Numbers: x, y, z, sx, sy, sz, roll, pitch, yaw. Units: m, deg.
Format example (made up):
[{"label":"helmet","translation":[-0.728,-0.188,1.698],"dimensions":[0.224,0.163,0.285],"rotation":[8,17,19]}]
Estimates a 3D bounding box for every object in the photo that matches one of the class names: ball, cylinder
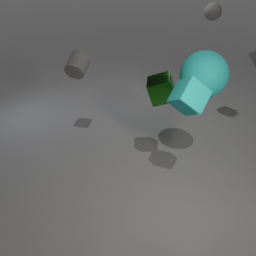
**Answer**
[{"label":"ball","translation":[2.230,-1.555,8.226],"dimensions":[1.400,1.400,1.400],"rotation":[0,31,0]},{"label":"ball","translation":[3.438,-4.714,11.335],"dimensions":[0.700,0.700,0.700],"rotation":[0,31,0]},{"label":"cylinder","translation":[-1.697,-2.117,9.405],"dimensions":[0.700,0.700,0.700],"rotation":[8,60,14]}]

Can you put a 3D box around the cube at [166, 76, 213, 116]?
[{"label":"cube","translation":[1.548,-0.792,7.095],"dimensions":[0.700,0.700,0.700],"rotation":[34,-12,-18]}]

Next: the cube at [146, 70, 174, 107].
[{"label":"cube","translation":[0.971,-1.140,8.132],"dimensions":[0.700,0.700,0.700],"rotation":[-13,33,16]}]

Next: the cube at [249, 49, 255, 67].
[{"label":"cube","translation":[5.034,-2.665,10.268],"dimensions":[0.700,0.700,0.700],"rotation":[-31,5,-5]}]
